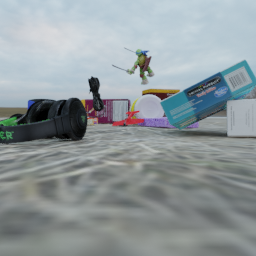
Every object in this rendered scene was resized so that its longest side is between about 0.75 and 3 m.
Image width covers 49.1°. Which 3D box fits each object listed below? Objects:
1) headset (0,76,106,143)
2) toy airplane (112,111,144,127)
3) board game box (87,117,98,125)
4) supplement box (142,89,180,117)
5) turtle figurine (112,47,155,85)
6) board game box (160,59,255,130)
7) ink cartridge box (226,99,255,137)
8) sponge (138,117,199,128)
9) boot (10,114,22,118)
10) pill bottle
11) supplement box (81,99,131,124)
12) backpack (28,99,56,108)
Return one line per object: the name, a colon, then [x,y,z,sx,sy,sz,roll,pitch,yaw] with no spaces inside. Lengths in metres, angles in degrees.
headset: [-1.445,-0.359,5.680,1.549,1.179,2.508,3,16,41]
toy airplane: [0.073,-0.411,12.076,1.512,0.278,1.512,-14,21,5]
board game box: [-2.370,-0.309,12.997,1.570,0.364,1.190,-2,3,-35]
supplement box: [1.928,-1.283,16.566,1.931,1.957,1.300,-1,3,-16]
turtle figurine: [0.355,-2.455,10.945,1.466,1.422,1.055,-16,42,19]
board game box: [2.051,-0.702,7.364,2.039,0.634,2.700,-26,-9,12]
ink cartridge box: [3.350,-0.240,6.297,2.004,0.861,1.468,-3,2,26]
sponge: [1.551,-0.247,11.439,1.470,0.393,2.635,-1,3,-20]
boot: [-4.149,-0.358,11.920,1.425,0.544,1.197,-6,-2,8]
pill bottle: [0.843,-0.875,13.968,1.410,1.410,2.508,0,2,-7]
supplement box: [-1.200,-0.947,15.821,2.657,1.371,1.739,0,3,2]
backpack: [-3.278,-0.637,11.386,1.346,1.129,1.093,-4,18,-39]
